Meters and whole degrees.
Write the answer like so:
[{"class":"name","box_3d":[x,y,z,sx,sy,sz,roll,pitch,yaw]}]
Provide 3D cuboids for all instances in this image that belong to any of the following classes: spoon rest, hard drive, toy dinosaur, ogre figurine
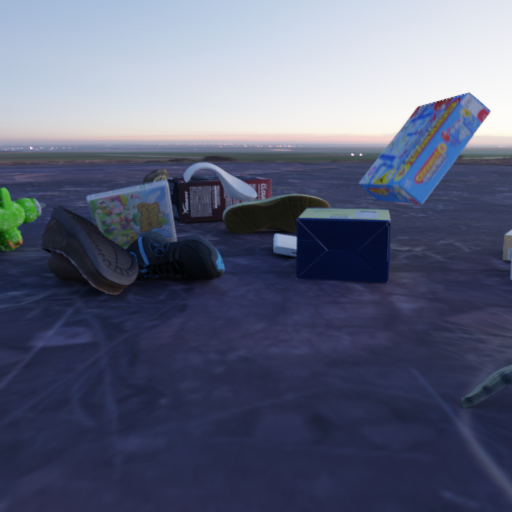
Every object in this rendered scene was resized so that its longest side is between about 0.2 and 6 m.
[{"class":"spoon rest","box_3d":[-0.676,-1.530,11.491,1.566,0.475,0.778,15,27,-24]},{"class":"hard drive","box_3d":[0.767,-0.199,11.438,0.821,0.166,1.244,9,14,0]},{"class":"toy dinosaur","box_3d":[3.215,1.032,5.024,2.655,0.630,1.170,0,18,16]},{"class":"ogre figurine","box_3d":[-5.567,-0.705,11.480,1.587,1.298,2.646,-7,-4,26]}]

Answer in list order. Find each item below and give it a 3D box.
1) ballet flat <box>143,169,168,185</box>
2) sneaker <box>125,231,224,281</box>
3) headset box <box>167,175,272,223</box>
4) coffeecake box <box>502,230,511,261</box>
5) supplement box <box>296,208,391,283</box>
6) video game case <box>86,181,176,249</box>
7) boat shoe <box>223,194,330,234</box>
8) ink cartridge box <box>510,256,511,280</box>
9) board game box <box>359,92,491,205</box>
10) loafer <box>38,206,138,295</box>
[{"class":"ballet flat","box_3d":[-2.235,-1.287,11.902,0.544,0.374,1.615,-6,-26,-35]},{"class":"sneaker","box_3d":[-1.417,0.143,9.184,2.131,0.780,0.873,6,33,42]},{"class":"headset box","box_3d":[-1.059,-1.744,16.501,3.036,1.172,2.259,-6,13,-20]},{"class":"coffeecake box","box_3d":[5.524,-0.215,10.880,1.098,0.523,1.430,8,15,33]},{"class":"supplement box","box_3d":[1.538,-0.237,9.761,1.535,1.030,1.533,3,12,12]},{"class":"video game case","box_3d":[-2.272,-0.644,10.451,1.436,1.577,0.174,-13,50,-12]},{"class":"boat shoe","box_3d":[0.497,-1.057,13.925,2.648,0.966,0.833,-8,17,-4]},{"class":"ink cartridge box","box_3d":[4.604,-0.297,9.353,0.578,1.322,0.960,6,13,25]},{"class":"board game box","box_3d":[3.271,-2.100,11.218,0.609,2.180,2.135,37,0,-12]},{"class":"loafer","box_3d":[-2.804,0.061,9.164,1.003,0.975,2.747,30,2,-38]}]
